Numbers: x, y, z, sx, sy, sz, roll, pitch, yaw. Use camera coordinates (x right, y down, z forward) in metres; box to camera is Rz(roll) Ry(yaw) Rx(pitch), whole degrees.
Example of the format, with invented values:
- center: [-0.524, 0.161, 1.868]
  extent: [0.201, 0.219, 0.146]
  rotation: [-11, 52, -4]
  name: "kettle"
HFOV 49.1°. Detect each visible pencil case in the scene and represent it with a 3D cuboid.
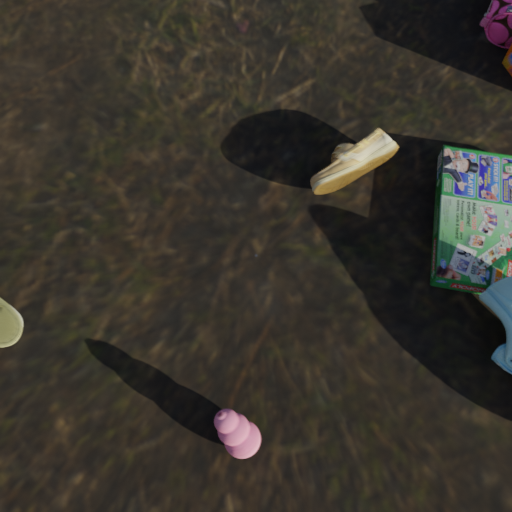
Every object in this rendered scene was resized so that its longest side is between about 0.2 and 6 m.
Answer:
- center: [5.095, -5.166, 11.118]
  extent: [0.985, 0.955, 2.104]
  rotation: [15, 62, 12]
  name: "pencil case"

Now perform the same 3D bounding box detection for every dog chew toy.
- center: [-0.276, 2.312, 7.382]
  extent: [0.496, 0.797, 0.496]
  rotation: [-22, 34, 16]
  name: "dog chew toy"

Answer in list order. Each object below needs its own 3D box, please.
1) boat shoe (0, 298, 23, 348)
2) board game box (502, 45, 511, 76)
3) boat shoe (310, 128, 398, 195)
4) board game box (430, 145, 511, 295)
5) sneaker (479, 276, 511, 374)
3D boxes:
- center: [-4.446, 0.770, 8.124]
  extent: [2.199, 0.752, 0.822]
  rotation: [21, 72, -8]
  name: "boat shoe"
- center: [5.354, -3.699, 10.340]
  extent: [0.937, 0.937, 0.938]
  rotation: [-16, 64, -8]
  name: "board game box"
- center: [1.556, -1.612, 9.423]
  extent: [1.737, 0.640, 0.601]
  rotation: [-29, 78, -19]
  name: "boat shoe"
- center: [3.782, -0.568, 9.077]
  extent: [1.712, 0.370, 2.545]
  rotation: [11, 64, 5]
  name: "board game box"
- center: [3.965, 1.535, 7.867]
  extent: [1.076, 0.970, 2.625]
  rotation: [-25, 68, 24]
  name: "sneaker"
